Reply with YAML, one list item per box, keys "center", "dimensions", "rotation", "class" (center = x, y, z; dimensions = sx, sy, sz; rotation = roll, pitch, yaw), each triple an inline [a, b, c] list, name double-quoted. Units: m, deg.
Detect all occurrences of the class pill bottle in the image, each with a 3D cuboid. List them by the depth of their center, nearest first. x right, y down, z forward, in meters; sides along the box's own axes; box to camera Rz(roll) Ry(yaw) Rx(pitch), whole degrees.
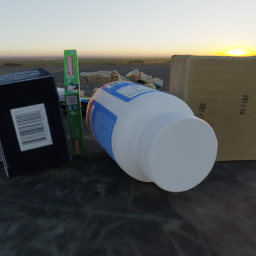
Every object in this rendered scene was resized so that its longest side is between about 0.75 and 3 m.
- center: [0.285, 0.044, 5.251]
  dimensions: [1.583, 1.583, 2.820]
  rotation: [-6, 18, -20]
  class: "pill bottle"

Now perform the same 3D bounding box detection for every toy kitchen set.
- center: [0.582, -1.789, 13.401]
  dimensions: [1.783, 1.428, 1.050]
  rotation: [17, -16, -29]
  class: "toy kitchen set"

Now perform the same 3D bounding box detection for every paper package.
- center: [1.963, -0.484, 6.052]
  dimensions: [2.082, 2.185, 1.130]
  rotation: [-1, 15, -5]
  class: "paper package"

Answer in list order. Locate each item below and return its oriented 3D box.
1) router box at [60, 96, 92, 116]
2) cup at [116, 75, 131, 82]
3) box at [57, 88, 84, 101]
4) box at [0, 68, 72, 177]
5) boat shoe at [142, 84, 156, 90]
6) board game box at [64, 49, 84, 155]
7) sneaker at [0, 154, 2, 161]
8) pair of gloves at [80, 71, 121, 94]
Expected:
- center: [-1.300, -0.807, 10.421]
  dimensions: [1.976, 0.505, 1.474]
  rotation: [7, 17, 24]
  class: "router box"
- center: [-0.442, -1.823, 13.408]
  dimensions: [1.136, 1.136, 0.812]
  rotation: [7, 42, 23]
  class: "cup"
- center: [-3.482, -1.542, 13.228]
  dimensions: [2.290, 0.471, 1.785]
  rotation: [12, 19, 40]
  class: "box"
- center: [-2.147, -0.294, 6.018]
  dimensions: [1.230, 1.744, 2.357]
  rotation: [-14, 18, -18]
  class: "box"
- center: [0.617, -1.720, 13.496]
  dimensions: [0.688, 0.767, 2.072]
  rotation: [-12, 9, -26]
  class: "boat shoe"
- center: [-1.123, -0.481, 5.884]
  dimensions: [0.276, 1.893, 1.274]
  rotation: [-5, 52, -9]
  class: "board game box"
- center: [-2.777, 0.531, 5.871]
  dimensions: [0.294, 0.332, 0.785]
  rotation: [0, 15, -1]
  class: "sneaker"
- center: [-0.695, -1.385, 9.382]
  dimensions: [1.356, 0.280, 1.594]
  rotation: [5, -27, 26]
  class: "pair of gloves"
